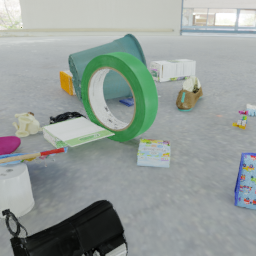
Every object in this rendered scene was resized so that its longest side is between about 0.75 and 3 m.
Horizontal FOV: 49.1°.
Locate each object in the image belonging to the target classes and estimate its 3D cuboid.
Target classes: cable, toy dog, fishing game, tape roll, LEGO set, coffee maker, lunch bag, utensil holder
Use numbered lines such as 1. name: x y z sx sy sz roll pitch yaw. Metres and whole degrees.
1. cable: -2.127 -0.270 9.946 1.317 0.335 1.074 -4 23 -11
2. toy dog: -3.335 -0.207 9.365 0.981 0.706 1.012 -1 20 -25
3. fishing game: -2.372 0.757 6.509 1.988 0.432 2.777 -9 -2 -21
4. tape roll: -0.330 -0.925 8.503 2.650 2.650 0.637 19 30 37
5. LEGO set: 3.925 -0.243 9.834 0.440 0.409 1.072 8 30 26
6. coffee maker: -0.832 1.617 4.118 1.446 1.389 0.974 -19 13 -42
7. lunch bag: 2.730 1.028 5.700 0.920 1.222 0.575 7 24 17
8. utensil holder: -2.340 1.230 5.664 0.755 0.888 0.755 0 22 0

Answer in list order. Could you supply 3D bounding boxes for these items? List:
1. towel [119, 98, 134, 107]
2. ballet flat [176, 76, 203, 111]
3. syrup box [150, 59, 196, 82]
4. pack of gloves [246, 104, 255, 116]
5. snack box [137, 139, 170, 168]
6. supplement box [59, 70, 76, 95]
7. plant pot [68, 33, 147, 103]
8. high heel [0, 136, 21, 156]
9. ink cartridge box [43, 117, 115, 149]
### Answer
1. towel: 0.307 -1.180 12.421 1.193 0.142 0.863 -12 23 -30
2. ballet flat: 2.710 -1.665 12.284 1.013 1.080 2.986 7 24 22
3. syrup box: 2.647 -3.413 16.468 2.593 1.056 1.021 -12 24 -26
4. pack of gloves: 5.383 -0.760 11.160 1.292 0.303 1.537 11 25 23
5. snack box: 0.721 0.671 7.688 0.864 0.347 1.024 3 24 6
6. supplement box: -2.016 -2.433 14.295 2.539 0.933 1.600 -12 26 -26
7. plant pot: -0.991 -2.450 12.353 2.807 2.866 2.866 -16 27 -16
8. high heel: -4.104 0.361 6.994 0.982 1.400 2.912 10 24 36
9. ink cartridge box: -1.525 0.241 8.526 1.457 0.480 2.002 -16 28 -34
